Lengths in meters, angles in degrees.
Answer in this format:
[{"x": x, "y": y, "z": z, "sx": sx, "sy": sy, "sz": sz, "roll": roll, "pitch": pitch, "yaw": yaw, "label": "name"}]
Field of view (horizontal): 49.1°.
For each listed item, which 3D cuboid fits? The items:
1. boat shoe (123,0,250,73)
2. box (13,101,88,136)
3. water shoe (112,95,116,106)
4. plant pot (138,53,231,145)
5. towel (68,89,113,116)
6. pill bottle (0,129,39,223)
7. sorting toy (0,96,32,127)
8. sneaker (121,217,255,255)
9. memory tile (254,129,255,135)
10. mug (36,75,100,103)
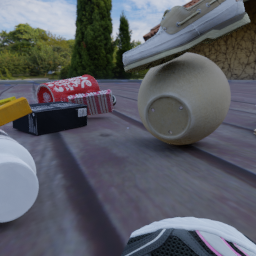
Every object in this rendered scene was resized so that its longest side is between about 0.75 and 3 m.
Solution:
[{"x": 0.840, "y": -1.594, "z": 4.612, "sx": 2.153, "sy": 0.736, "sz": 0.805, "roll": -24, "pitch": 5, "yaw": 0, "label": "boat shoe"}, {"x": -1.958, "y": -0.298, "z": 7.125, "sx": 1.090, "sy": 0.609, "sz": 1.545, "roll": 15, "pitch": 19, "yaw": 38, "label": "box"}, {"x": -1.197, "y": -0.995, "z": 11.203, "sx": 1.469, "sy": 0.525, "sz": 0.580, "roll": -1, "pitch": -17, "yaw": 7, "label": "water shoe"}, {"x": 0.911, "y": -0.397, "z": 5.204, "sx": 1.795, "sy": 1.795, "sz": 1.205, "roll": 5, "pitch": 25, "yaw": 23, "label": "plant pot"}, {"x": -1.097, "y": -0.733, "z": 8.464, "sx": 1.283, "sy": 0.939, "sz": 0.192, "roll": -8, "pitch": 55, "yaw": -3, "label": "towel"}, {"x": -1.476, "y": 0.452, "z": 3.046, "sx": 0.783, "sy": 0.783, "sz": 1.414, "roll": -8, "pitch": 14, "yaw": -34, "label": "pill bottle"}, {"x": -2.583, "y": 0.171, "z": 3.135, "sx": 2.806, "sy": 0.376, "sz": 2.091, "roll": -28, "pitch": 21, "yaw": -21, "label": "sorting toy"}, {"x": 0.602, "y": 0.902, "z": 1.371, "sx": 1.509, "sy": 0.606, "sz": 0.651, "roll": 2, "pitch": 13, "yaw": 17, "label": "sneaker"}, {"x": 3.343, "y": 0.212, "z": 5.893, "sx": 1.067, "sy": 0.117, "sz": 1.392, "roll": 1, "pitch": 12, "yaw": 8, "label": "memory tile"}, {"x": -1.944, "y": -1.190, "z": 9.565, "sx": 1.708, "sy": 1.284, "sz": 1.925, "roll": -26, "pitch": -5, "yaw": 42, "label": "mug"}]
